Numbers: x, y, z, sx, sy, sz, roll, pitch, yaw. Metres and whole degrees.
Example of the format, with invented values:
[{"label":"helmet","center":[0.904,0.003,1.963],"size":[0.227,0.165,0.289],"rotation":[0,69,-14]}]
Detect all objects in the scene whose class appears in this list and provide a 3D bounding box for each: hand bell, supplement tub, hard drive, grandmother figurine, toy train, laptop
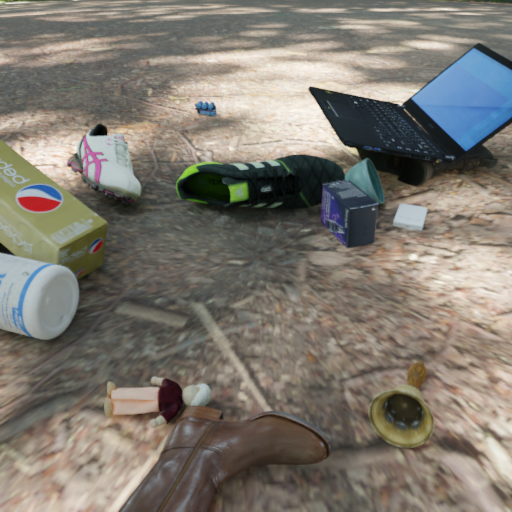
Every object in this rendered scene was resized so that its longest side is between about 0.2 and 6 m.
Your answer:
[{"label":"hand bell","center":[1.961,1.706,7.114],"size":[0.750,0.750,1.441],"rotation":[13,21,21]},{"label":"supplement tub","center":[-3.643,0.557,8.357],"size":[1.681,1.109,1.109],"rotation":[9,32,16]},{"label":"hard drive","center":[3.187,-0.808,11.566],"size":[0.580,0.115,0.879],"rotation":[11,33,18]},{"label":"grandmother figurine","center":[-1.205,1.791,6.978],"size":[1.284,0.389,0.779],"rotation":[-3,47,-5]},{"label":"toy train","center":[-1.580,-4.606,17.557],"size":[0.724,0.414,0.314],"rotation":[9,36,14]},{"label":"laptop","center":[3.725,-3.834,12.945],"size":[4.104,2.120,3.637],"rotation":[7,32,-13]}]

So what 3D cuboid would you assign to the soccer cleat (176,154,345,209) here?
[{"label":"soccer cleat","center":[0.059,-1.411,11.507],"size":[3.464,1.170,1.404],"rotation":[0,21,13]}]

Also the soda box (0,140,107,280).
[{"label":"soda box","center":[-4.093,-0.847,9.749],"size":[3.218,1.090,1.030],"rotation":[37,45,17]}]

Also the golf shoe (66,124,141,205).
[{"label":"golf shoe","center":[-3.270,-2.085,12.328],"size":[1.031,1.308,2.841],"rotation":[21,12,-46]}]

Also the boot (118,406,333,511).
[{"label":"boot","center":[-0.381,2.460,5.619],"size":[1.931,0.666,2.072],"rotation":[-1,25,23]}]

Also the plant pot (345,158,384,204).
[{"label":"plant pot","center":[2.246,-1.502,12.034],"size":[0.678,1.012,1.012],"rotation":[-18,23,25]}]

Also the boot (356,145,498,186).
[{"label":"boot","center":[4.149,-2.688,13.969],"size":[2.529,1.006,2.905],"rotation":[-19,46,-29]}]

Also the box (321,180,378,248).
[{"label":"box","center":[1.786,-0.829,10.868],"size":[0.616,0.873,1.180],"rotation":[-11,32,-16]}]
